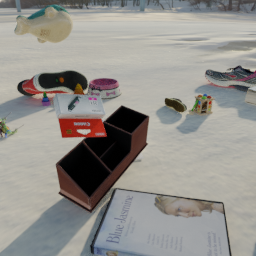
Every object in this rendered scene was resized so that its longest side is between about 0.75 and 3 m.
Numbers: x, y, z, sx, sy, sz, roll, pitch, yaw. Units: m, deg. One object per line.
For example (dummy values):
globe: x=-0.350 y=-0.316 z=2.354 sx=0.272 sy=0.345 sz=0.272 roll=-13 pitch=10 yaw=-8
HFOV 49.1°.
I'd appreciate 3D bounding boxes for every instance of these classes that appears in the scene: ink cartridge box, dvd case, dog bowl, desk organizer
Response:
ink cartridge box: x=-0.759 y=-0.206 z=4.640 sx=0.839 sy=0.183 sz=0.728 roll=-1 pitch=61 yaw=-36
ink cartridge box: x=-0.164 y=0.279 z=7.653 sx=0.904 sy=0.533 sz=1.571 roll=-5 pitch=26 yaw=-11
dvd case: x=0.630 y=1.740 z=5.005 sx=2.227 sy=0.195 sz=1.589 roll=5 pitch=26 yaw=11
dog bowl: x=-1.000 y=-1.691 z=11.753 sx=1.451 sy=0.535 sz=1.451 roll=-1 pitch=25 yaw=0
desk organizer: x=-0.442 y=0.537 z=6.049 sx=0.845 sy=0.907 sz=2.355 roll=23 pitch=44 yaw=22

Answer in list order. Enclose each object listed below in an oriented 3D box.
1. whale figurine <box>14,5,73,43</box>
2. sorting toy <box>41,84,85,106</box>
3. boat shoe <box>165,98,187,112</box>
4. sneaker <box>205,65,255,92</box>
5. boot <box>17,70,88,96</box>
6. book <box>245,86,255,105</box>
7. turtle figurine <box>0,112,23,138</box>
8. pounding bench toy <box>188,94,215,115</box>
whale figurine: x=-2.206 y=-2.755 z=7.277 sx=1.504 sy=1.196 sz=0.780 roll=-14 pitch=69 yaw=-33
sorting toy: x=-2.486 y=-1.327 z=10.905 sx=1.808 sy=0.623 sz=0.627 roll=-14 pitch=29 yaw=-29
boat shoe: x=1.791 y=-0.897 z=10.228 sx=0.376 sy=0.425 sz=1.161 roll=-18 pitch=31 yaw=-23
sneaker: x=4.765 y=-2.363 z=12.656 sx=2.581 sy=0.964 sz=1.040 roll=17 pitch=31 yaw=33
boot: x=-3.117 y=-1.787 z=11.660 sx=1.886 sy=0.947 sz=2.615 roll=-6 pitch=1 yaw=42
book: x=5.940 y=-1.272 z=11.004 sx=2.339 sy=0.562 sz=1.563 roll=-19 pitch=34 yaw=-38
turtle figurine: x=-3.586 y=-0.097 z=8.441 sx=0.754 sy=0.778 sz=0.560 roll=17 pitch=-3 yaw=40
pounding bench toy: x=2.536 y=-0.834 z=9.846 sx=0.816 sy=0.636 sz=0.507 roll=-11 pitch=28 yaw=-21
